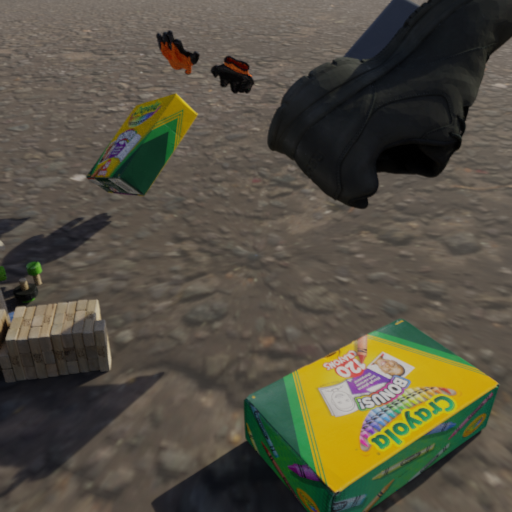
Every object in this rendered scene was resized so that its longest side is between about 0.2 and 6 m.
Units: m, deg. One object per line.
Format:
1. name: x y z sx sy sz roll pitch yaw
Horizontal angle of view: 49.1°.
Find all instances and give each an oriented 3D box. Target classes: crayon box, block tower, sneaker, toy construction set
1. crayon box: -1.669 -1.555 7.979 1.598 0.466 1.379 13 70 57
2. block tower: -2.966 1.051 6.616 2.406 0.650 0.695 -4 33 -8
3. sneaker: 1.558 -1.470 5.260 2.930 1.113 1.330 -36 75 -10
4. crayon box: 1.167 1.598 5.706 2.257 0.658 1.341 -20 37 -29
5. toy construction set: -3.865 0.252 7.273 1.728 1.328 1.441 -6 32 -9

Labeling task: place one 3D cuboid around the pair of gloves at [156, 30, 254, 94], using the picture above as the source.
1. pair of gloves: -0.892 -3.457 10.084 1.847 0.228 1.645 21 0 0

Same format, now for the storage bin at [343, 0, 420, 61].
1. storage bin: 1.837 -2.543 7.215 1.064 1.153 1.584 37 79 8
